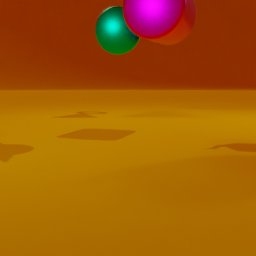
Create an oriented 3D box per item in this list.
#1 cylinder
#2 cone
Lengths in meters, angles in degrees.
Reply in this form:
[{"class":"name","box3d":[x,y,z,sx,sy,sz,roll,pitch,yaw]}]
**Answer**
[{"class":"cylinder","box3d":[0.704,-2.463,5.925,1.269,1.269,1.269,3,11,22]},{"class":"cone","box3d":[-0.285,-3.384,9.967,1.515,1.515,1.521,1,14,4]}]
